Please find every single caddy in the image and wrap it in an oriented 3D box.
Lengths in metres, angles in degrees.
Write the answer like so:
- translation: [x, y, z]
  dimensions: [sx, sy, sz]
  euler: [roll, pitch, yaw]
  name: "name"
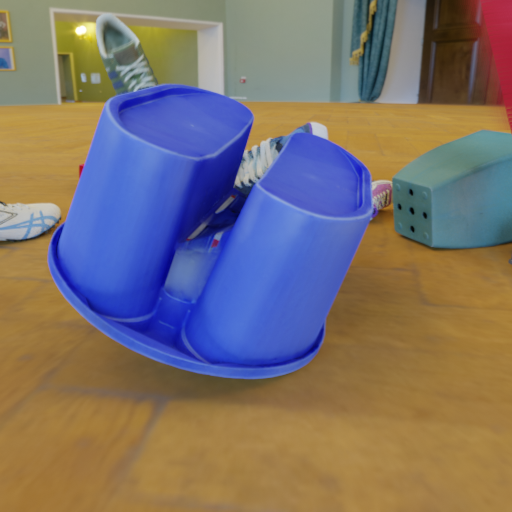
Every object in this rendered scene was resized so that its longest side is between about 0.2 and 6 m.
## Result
- translation: [-0.417, -0.347, 6.694]
  dimensions: [3.141, 2.332, 4.443]
  euler: [23, 23, 2]
  name: "caddy"

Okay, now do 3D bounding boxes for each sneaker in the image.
- translation: [2.368, -1.025, 11.319]
  dimensions: [1.699, 0.616, 0.969]
  euler: [-16, 29, -18]
  name: "sneaker"
- translation: [-2.340, -3.374, 10.355]
  dimensions: [0.838, 2.498, 1.121]
  euler: [-26, -18, -10]
  name: "sneaker"
- translation: [-4.464, -0.656, 9.698]
  dimensions: [0.874, 0.881, 2.432]
  euler: [13, 21, 35]
  name: "sneaker"
- translation: [-0.286, -1.272, 8.987]
  dimensions: [1.996, 2.726, 1.098]
  euler: [11, 58, -20]
  name: "sneaker"

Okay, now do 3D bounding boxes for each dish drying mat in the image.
- translation: [3.379, -2.414, 7.135]
  dimensions: [0.434, 1.830, 4.764]
  euler: [-9, 57, 18]
  name: "dish drying mat"

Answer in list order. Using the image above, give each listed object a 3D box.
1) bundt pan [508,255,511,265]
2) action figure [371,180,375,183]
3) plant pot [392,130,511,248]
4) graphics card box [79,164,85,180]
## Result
- translation: [4.950, -0.145, 8.312]
  dimensions: [2.134, 0.801, 2.134]
  euler: [0, 18, 0]
  name: "bundt pan"
- translation: [2.272, -2.018, 14.027]
  dimensions: [1.343, 0.686, 0.798]
  euler: [34, 20, 13]
  name: "action figure"
- translation: [3.672, -1.091, 9.886]
  dimensions: [2.364, 1.670, 1.671]
  euler: [-17, 24, -19]
  name: "plant pot"
- translation: [-2.885, -2.065, 14.099]
  dimensions: [1.643, 0.666, 2.619]
  euler: [17, 24, 42]
  name: "graphics card box"
